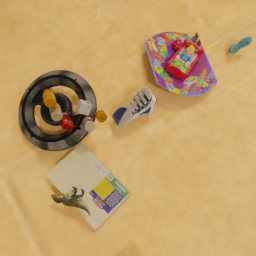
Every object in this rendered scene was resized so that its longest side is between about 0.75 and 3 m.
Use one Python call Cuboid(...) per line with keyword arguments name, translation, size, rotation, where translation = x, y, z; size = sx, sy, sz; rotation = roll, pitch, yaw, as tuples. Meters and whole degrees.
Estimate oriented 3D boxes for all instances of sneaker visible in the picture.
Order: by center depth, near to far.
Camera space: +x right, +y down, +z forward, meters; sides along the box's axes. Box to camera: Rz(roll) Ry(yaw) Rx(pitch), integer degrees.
Cuboid(name="sneaker", translation=(0.317, -0.513, 8.302), size=(1.479, 0.854, 0.598), rotation=(-39, 59, 23))
Cuboid(name="sneaker", translation=(3.670, -2.750, 9.242), size=(0.776, 0.507, 0.309), rotation=(-31, 101, 10))

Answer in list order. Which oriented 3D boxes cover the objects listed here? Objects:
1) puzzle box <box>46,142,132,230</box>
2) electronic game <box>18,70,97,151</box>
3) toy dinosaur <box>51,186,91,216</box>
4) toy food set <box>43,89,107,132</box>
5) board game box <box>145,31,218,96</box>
Cuboid(name="puzzle box", translation=(-1.112, 1.609, 7.918), size=(1.402, 0.268, 2.108), rotation=(-42, 76, -15))
Cuboid(name="electronic game", translation=(-2.116, -0.542, 8.321), size=(2.479, 0.516, 2.479), rotation=(-2, 78, 11))
Cuboid(name="toy dinosaur", translation=(-1.412, 1.865, 7.426), size=(1.275, 0.302, 0.562), rotation=(12, 66, 24))
Cuboid(name="toy food set", translation=(-1.458, -0.453, 7.428), size=(1.689, 0.760, 0.806), rotation=(11, 113, -27))
Cuboid(name="board game box", translation=(1.730, -2.235, 8.781), size=(2.072, 0.511, 2.623), rotation=(-6, 64, -15))
